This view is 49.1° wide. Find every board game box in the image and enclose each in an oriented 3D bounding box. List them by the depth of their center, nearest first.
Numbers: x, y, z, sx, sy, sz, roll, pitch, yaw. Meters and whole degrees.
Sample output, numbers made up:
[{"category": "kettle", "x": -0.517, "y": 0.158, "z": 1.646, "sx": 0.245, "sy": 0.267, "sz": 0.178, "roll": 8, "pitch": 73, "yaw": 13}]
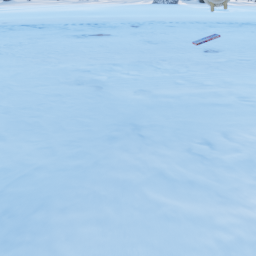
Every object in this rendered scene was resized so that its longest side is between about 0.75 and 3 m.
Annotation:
[{"category": "board game box", "x": 2.758, "y": -3.128, "z": 9.904, "sx": 0.896, "sy": 0.087, "sz": 0.461, "roll": -20, "pitch": 27, "yaw": 0}]

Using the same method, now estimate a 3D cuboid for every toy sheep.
[{"category": "toy sheep", "x": 2.782, "y": -4.244, "z": 8.642, "sx": 1.097, "sy": 1.097, "sz": 1.590, "roll": 5, "pitch": 33, "yaw": 9}]
